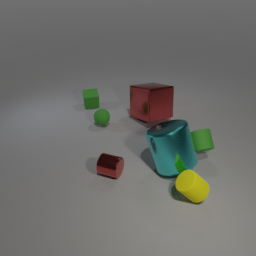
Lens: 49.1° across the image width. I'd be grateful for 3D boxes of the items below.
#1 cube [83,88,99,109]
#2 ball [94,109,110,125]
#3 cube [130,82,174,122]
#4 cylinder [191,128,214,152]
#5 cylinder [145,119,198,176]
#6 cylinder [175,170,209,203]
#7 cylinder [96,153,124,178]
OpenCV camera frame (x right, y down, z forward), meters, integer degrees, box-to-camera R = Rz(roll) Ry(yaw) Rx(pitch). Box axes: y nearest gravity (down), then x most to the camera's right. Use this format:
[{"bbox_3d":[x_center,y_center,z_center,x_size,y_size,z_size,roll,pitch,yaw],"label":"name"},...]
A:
[{"bbox_3d":[-1.807,-1.437,13.696,0.700,0.700,0.700,-8,44,-11],"label":"cube"},{"bbox_3d":[-1.119,-0.480,12.030,0.700,0.700,0.700,0,29,0],"label":"ball"},{"bbox_3d":[1.031,-1.169,12.338,1.400,1.400,1.400,-13,21,-33],"label":"cube"},{"bbox_3d":[2.577,0.435,9.752,0.700,0.700,0.700,-9,-12,-2],"label":"cylinder"},{"bbox_3d":[1.423,0.609,9.104,1.400,1.400,1.400,-17,14,5],"label":"cylinder"},{"bbox_3d":[1.839,1.661,8.003,0.700,0.700,0.700,-38,29,25],"label":"cylinder"},{"bbox_3d":[-0.571,1.222,9.154,0.700,0.700,0.700,11,31,20],"label":"cylinder"}]
